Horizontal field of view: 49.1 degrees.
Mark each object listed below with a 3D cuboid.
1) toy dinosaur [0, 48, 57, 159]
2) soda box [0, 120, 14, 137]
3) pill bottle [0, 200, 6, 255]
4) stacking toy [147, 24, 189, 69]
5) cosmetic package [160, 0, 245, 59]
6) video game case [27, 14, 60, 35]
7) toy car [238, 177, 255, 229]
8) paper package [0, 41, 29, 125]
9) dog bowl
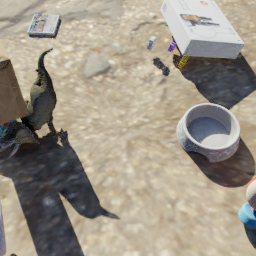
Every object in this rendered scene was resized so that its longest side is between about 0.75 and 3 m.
[{"bbox_3d":[-2.138,-0.573,6.848,2.693,1.037,1.377,-51,42,19],"label":"toy dinosaur"},{"bbox_3d":[-4.119,-0.522,7.368,2.133,0.684,0.724,18,55,12],"label":"soda box"},{"bbox_3d":[-3.285,1.908,4.835,2.098,1.164,1.164,-7,55,-25],"label":"pill bottle"},{"bbox_3d":[1.557,-2.756,9.062,1.313,0.409,1.741,32,54,9],"label":"stacking toy"},{"bbox_3d":[2.308,-3.285,9.001,1.878,0.644,2.491,-1,53,-20],"label":"cosmetic package"},{"bbox_3d":[-2.940,-3.624,9.820,0.924,0.116,1.014,3,57,2],"label":"video game case"},{"bbox_3d":[3.343,1.279,5.980,1.472,1.534,1.664,25,31,16],"label":"toy car"},{"bbox_3d":[-3.031,-1.133,6.300,0.870,1.603,1.682,-21,46,-20],"label":"paper package"},{"bbox_3d":[2.073,0.054,7.128,1.617,0.474,1.617,0,57,0],"label":"dog bowl"}]
